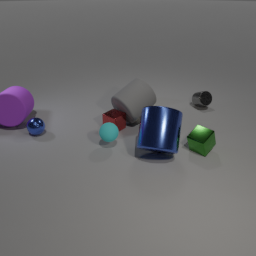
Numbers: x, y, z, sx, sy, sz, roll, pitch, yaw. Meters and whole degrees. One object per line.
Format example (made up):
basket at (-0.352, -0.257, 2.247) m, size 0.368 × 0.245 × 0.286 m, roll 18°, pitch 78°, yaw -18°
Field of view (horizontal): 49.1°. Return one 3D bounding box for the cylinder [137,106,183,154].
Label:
cylinder at (1.075, 0.092, 9.502) m, size 1.400 × 1.400 × 1.400 m, roll 8°, pitch -8°, yaw 1°

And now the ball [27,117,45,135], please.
ball at (-3.635, -0.067, 11.063) m, size 0.700 × 0.700 × 0.700 m, roll 0°, pitch 28°, yaw 0°

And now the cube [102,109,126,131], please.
cube at (-0.561, -0.293, 11.519) m, size 0.700 × 0.700 × 0.700 m, roll 21°, pitch 35°, yaw 33°

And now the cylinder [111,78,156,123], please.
cylinder at (0.241, -1.158, 11.855) m, size 1.400 × 1.400 × 1.400 m, roll -41°, pitch 44°, yaw -19°

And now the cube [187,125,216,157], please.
cube at (2.605, 0.442, 9.922) m, size 0.700 × 0.700 × 0.700 m, roll 25°, pitch 59°, yaw 41°

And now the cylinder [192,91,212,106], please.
cylinder at (3.512, -1.385, 13.311) m, size 0.700 × 0.700 × 0.700 m, roll -10°, pitch 6°, yaw -17°

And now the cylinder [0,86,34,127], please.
cylinder at (-4.800, -0.936, 11.740) m, size 1.400 × 1.400 × 1.400 m, roll -2°, pitch 21°, yaw -4°

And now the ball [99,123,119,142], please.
ball at (-0.690, 0.153, 10.097) m, size 0.700 × 0.700 × 0.700 m, roll 0°, pitch 28°, yaw 0°
